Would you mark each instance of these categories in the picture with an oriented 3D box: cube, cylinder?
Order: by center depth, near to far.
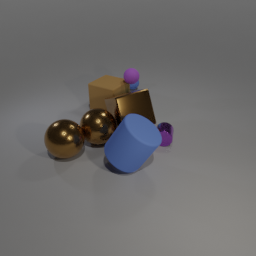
[{"bbox_3d":[0.148,0.495,9.129,1.400,1.400,1.400,26,33,-18],"label":"cylinder"},{"bbox_3d":[1.387,0.240,10.785,0.700,0.700,0.700,6,31,10],"label":"cylinder"},{"bbox_3d":[0.073,-0.678,11.107,1.400,1.400,1.400,-18,11,-20],"label":"cube"},{"bbox_3d":[-0.851,-1.506,13.035,1.400,1.400,1.400,18,35,27],"label":"cube"}]

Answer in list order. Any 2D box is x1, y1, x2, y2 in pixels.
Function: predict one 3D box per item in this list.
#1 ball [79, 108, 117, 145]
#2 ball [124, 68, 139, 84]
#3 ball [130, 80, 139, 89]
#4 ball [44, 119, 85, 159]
[{"bbox_3d":[-1.136,-0.058,10.626,1.400,1.400,1.400,0,31,0],"label":"ball"},{"bbox_3d":[0.154,-2.291,12.388,0.700,0.700,0.700,0,31,0],"label":"ball"},{"bbox_3d":[0.259,-2.462,15.247,0.700,0.700,0.700,0,31,0],"label":"ball"},{"bbox_3d":[-2.235,0.384,9.886,1.400,1.400,1.400,0,31,0],"label":"ball"}]
